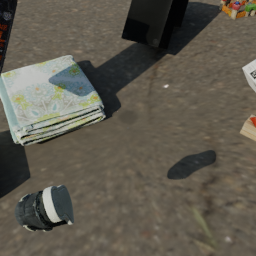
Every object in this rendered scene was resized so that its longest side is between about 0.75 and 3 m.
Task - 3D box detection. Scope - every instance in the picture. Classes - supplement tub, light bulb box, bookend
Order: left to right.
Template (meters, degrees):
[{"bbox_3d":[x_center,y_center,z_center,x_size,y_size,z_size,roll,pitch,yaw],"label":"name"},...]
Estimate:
[{"bbox_3d":[-2.876,-2.242,5.254,1.392,2.603,1.392,18,15,-5],"label":"supplement tub"},{"bbox_3d":[1.176,-4.179,10.219,1.342,2.896,2.915,18,7,15],"label":"bookend"},{"bbox_3d":[4.378,-1.456,7.968,1.473,0.919,1.460,-34,49,16],"label":"light bulb box"}]

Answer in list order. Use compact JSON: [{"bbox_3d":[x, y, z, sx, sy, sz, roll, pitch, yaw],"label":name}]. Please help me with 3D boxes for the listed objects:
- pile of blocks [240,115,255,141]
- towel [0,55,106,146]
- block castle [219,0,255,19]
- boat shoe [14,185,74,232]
[{"bbox_3d":[3.867,0.370,6.898,0.980,0.742,2.387,-20,52,-17],"label":"pile of blocks"},{"bbox_3d":[-2.309,-0.919,8.085,2.504,0.704,2.925,-20,52,-20],"label":"towel"},{"bbox_3d":[4.941,-5.376,11.814,1.863,0.874,1.245,-15,50,-13],"label":"block castle"},{"bbox_3d":[-0.934,0.950,3.337,0.415,1.377,0.520,-16,70,-6],"label":"boat shoe"}]
